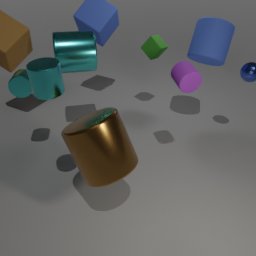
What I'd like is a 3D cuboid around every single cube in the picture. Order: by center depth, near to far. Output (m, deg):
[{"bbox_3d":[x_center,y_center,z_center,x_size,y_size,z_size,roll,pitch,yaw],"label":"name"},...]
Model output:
[{"bbox_3d":[-4.721,-3.306,10.752,1.400,1.400,1.400,32,66,1],"label":"cube"},{"bbox_3d":[1.107,-3.370,11.695,0.700,0.700,0.700,52,38,5],"label":"cube"},{"bbox_3d":[-1.377,-4.830,12.579,1.400,1.400,1.400,35,83,6],"label":"cube"}]

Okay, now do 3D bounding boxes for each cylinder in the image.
[{"bbox_3d":[-1.781,-1.081,6.102,0.700,0.700,0.700,-2,37,1],"label":"cylinder"},{"bbox_3d":[-0.640,0.426,6.594,1.400,1.400,1.400,-21,17,7],"label":"cylinder"},{"bbox_3d":[1.703,-1.499,8.206,0.700,0.700,0.700,-8,43,-13],"label":"cylinder"},{"bbox_3d":[-3.265,-1.384,8.663,0.700,0.700,0.700,-3,30,-6],"label":"cylinder"},{"bbox_3d":[-1.867,-2.666,9.846,1.400,1.400,1.400,-7,31,-12],"label":"cylinder"},{"bbox_3d":[3.079,-3.185,10.439,1.400,1.400,1.400,16,6,-2],"label":"cylinder"}]

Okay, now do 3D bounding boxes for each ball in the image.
[{"bbox_3d":[4.317,-1.961,9.859,0.700,0.700,0.700,0,31,0],"label":"ball"}]
